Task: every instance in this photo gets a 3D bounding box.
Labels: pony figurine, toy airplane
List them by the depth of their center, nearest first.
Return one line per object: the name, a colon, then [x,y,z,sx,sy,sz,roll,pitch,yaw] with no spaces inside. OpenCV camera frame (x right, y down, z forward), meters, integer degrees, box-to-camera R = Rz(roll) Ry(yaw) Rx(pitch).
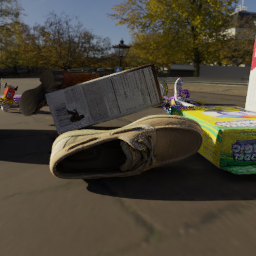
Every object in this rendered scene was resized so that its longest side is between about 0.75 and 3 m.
pony figurine: [1.661,-0.862,8.963,1.469,1.224,1.418,23,30,24]
toy airplane: [-4.271,-0.933,9.858,1.223,0.863,1.218,-6,-28,13]

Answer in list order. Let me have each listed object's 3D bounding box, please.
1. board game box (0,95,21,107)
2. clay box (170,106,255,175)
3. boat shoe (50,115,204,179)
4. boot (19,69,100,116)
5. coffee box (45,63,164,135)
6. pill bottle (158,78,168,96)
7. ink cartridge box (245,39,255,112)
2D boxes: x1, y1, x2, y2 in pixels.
board game box: [-4.961,-1.125,11.522,1.535,0.344,1.032,-6,13,-25]
clay box: [1.940,0.075,5.081,1.610,0.667,2.802,-1,12,-10]
boat shoe: [0.058,0.346,3.850,2.189,0.780,0.706,-10,19,-6]
boot: [-1.909,-1.000,7.890,0.646,1.776,1.886,51,28,14]
coffee box: [-0.504,-0.709,6.539,2.395,0.956,1.354,-17,9,-1]
pill bottle: [0.992,-1.508,11.599,1.092,1.092,1.910,4,13,17]
ink cartridge box: [3.299,-0.850,4.448,1.515,1.522,2.095,1,10,-24]
